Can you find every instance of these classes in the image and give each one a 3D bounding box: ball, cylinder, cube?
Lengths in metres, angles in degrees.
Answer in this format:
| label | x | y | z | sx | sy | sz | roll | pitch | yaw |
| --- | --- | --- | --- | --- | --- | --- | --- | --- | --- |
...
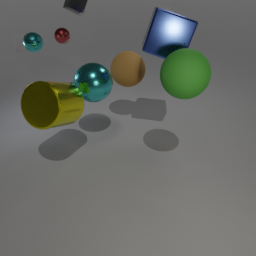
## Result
| label | x | y | z | sx | sy | sz | roll | pitch | yaw |
| --- | --- | --- | --- | --- | --- | --- | --- | --- | --- |
| ball | -2.970 | -4.161 | 12.639 | 0.700 | 0.700 | 0.700 | 0 | 32 | 0 |
| cylinder | -2.290 | -0.726 | 8.645 | 1.400 | 1.400 | 1.400 | 13 | 11 | 19 |
| cube | -2.255 | -5.364 | 12.021 | 0.700 | 0.700 | 0.700 | 13 | 12 | -38 |
| cube | 1.358 | -3.167 | 9.520 | 1.400 | 1.400 | 1.400 | 17 | 24 | -5 |
| ball | -3.440 | -3.109 | 10.167 | 0.700 | 0.700 | 0.700 | 0 | 32 | 0 |
| ball | -0.002 | -2.345 | 11.178 | 1.400 | 1.400 | 1.400 | 0 | 32 | 0 |
| ball | 1.595 | -1.503 | 7.826 | 1.400 | 1.400 | 1.400 | 0 | 32 | 0 |
| ball | -1.240 | -1.612 | 9.947 | 1.400 | 1.400 | 1.400 | 0 | 32 | 0 |
